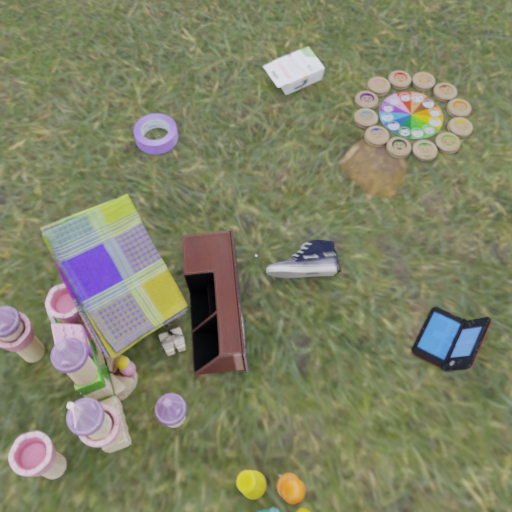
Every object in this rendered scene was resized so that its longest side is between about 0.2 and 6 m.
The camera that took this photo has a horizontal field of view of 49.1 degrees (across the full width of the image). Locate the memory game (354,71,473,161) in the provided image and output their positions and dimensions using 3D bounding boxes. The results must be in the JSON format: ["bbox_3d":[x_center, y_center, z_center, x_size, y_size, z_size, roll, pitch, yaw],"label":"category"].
[{"bbox_3d":[3.793,-3.460,13.568,2.918,0.186,2.918,0,60,0],"label":"memory game"}]

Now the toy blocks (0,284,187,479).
[{"bbox_3d":[-2.716,1.683,9.247,3.131,2.636,2.926,-18,62,-10],"label":"toy blocks"}]

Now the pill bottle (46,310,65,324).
[{"bbox_3d":[-3.477,1.009,10.825,0.991,0.559,0.559,-23,63,-14],"label":"pill bottle"}]

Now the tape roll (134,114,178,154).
[{"bbox_3d":[-2.352,-2.868,13.154,0.992,0.325,0.992,0,60,-1],"label":"tape roll"}]

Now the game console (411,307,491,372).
[{"bbox_3d":[3.657,1.501,10.501,0.688,0.999,1.159,39,65,-9],"label":"game console"}]

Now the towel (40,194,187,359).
[{"bbox_3d":[-2.376,0.304,9.667,1.780,0.282,2.479,-28,93,-33],"label":"towel"}]

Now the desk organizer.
[{"bbox_3d":[-0.805,0.860,10.703,1.018,0.948,2.644,-6,60,-1],"label":"desk organizer"}]

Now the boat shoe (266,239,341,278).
[{"bbox_3d":[0.935,0.049,11.309,1.490,0.556,0.691,-1,74,-5],"label":"boat shoe"}]

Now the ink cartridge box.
[{"bbox_3d":[0.907,-4.572,13.984,1.363,0.459,0.798,-27,73,-15],"label":"ink cartridge box"}]

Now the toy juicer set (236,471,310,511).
[{"bbox_3d":[0.318,4.458,8.762,1.352,0.578,2.126,-9,57,18],"label":"toy juicer set"}]
